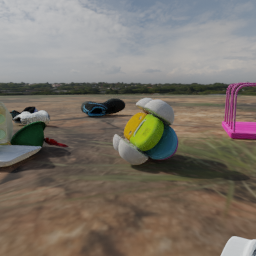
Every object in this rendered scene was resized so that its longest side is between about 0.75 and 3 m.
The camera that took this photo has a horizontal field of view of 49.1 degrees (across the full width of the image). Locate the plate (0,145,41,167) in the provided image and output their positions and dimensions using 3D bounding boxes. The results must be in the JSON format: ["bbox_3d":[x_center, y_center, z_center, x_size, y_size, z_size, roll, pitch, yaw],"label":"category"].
[{"bbox_3d":[-3.054,0.664,6.700,1.424,0.231,1.427,2,9,13],"label":"plate"}]

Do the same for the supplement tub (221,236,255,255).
[{"bbox_3d":[1.115,1.112,1.191,1.420,1.027,1.027,7,11,33],"label":"supplement tub"}]

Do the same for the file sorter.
[{"bbox_3d":[4.783,-0.749,10.447,2.079,1.876,2.992,2,9,13],"label":"file sorter"}]

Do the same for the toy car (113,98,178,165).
[{"bbox_3d":[0.565,0.205,6.747,1.338,1.562,1.784,35,-1,-15],"label":"toy car"}]

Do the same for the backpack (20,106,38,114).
[{"bbox_3d":[-4.697,-0.670,13.538,0.780,0.743,0.601,8,-28,20],"label":"backpack"}]

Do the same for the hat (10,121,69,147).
[{"bbox_3d":[-2.437,0.549,7.689,1.083,1.151,1.307,-33,-12,-27],"label":"hat"}]

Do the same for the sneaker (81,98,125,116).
[{"bbox_3d":[-1.309,-1.064,16.290,2.696,0.987,1.104,-10,29,-24],"label":"sneaker"}]

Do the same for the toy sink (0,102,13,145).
[{"bbox_3d":[-3.741,-0.001,7.400,1.129,0.970,1.732,-4,-9,-17],"label":"toy sink"}]

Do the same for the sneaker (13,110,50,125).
[{"bbox_3d":[-4.269,-0.356,12.461,1.809,0.674,0.788,-4,17,24],"label":"sneaker"}]

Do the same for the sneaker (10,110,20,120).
[{"bbox_3d":[-5.707,-0.671,14.490,1.258,0.499,0.474,-6,9,-39],"label":"sneaker"}]
